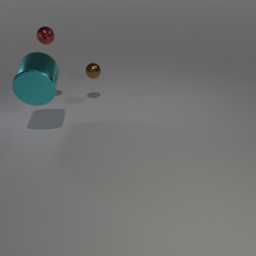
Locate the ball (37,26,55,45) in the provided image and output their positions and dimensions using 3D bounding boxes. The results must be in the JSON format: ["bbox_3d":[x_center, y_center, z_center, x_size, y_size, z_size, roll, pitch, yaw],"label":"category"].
[{"bbox_3d":[-3.334,-3.739,11.337,0.700,0.700,0.700,0,29,0],"label":"ball"}]

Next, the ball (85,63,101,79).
[{"bbox_3d":[-1.569,-2.571,12.606,0.700,0.700,0.700,0,29,0],"label":"ball"}]

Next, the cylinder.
[{"bbox_3d":[-3.178,-1.723,9.802,1.400,1.400,1.400,-3,40,-5],"label":"cylinder"}]
